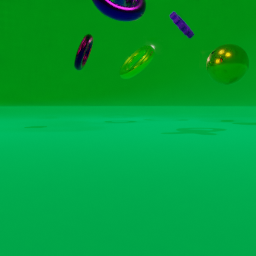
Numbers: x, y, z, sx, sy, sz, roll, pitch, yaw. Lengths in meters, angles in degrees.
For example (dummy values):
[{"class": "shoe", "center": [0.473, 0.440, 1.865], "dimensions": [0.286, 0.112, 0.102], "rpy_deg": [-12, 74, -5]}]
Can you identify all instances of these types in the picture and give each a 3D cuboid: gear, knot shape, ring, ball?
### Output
[{"class": "gear", "center": [1.960, -3.736, 10.167], "dimensions": [0.207, 1.118, 1.118], "rpy_deg": [-41, -16, 27]}, {"class": "knot shape", "center": [-0.160, -3.113, 6.045], "dimensions": [0.911, 1.845, 1.972], "rpy_deg": [-4, -22, 26]}, {"class": "ring", "center": [-1.560, -2.668, 9.909], "dimensions": [0.266, 1.331, 1.331], "rpy_deg": [22, 4, -4]}, {"class": "ball", "center": [3.135, -1.995, 8.841], "dimensions": [1.271, 1.271, 1.271], "rpy_deg": [0, 5, 0]}, {"class": "ring", "center": [0.354, -2.639, 11.158], "dimensions": [0.351, 1.754, 1.754], "rpy_deg": [45, -17, -25]}]
